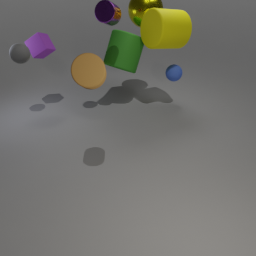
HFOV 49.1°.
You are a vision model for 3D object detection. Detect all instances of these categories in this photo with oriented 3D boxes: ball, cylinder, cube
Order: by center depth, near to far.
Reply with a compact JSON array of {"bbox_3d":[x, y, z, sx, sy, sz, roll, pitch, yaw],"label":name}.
[{"bbox_3d":[-0.819,-1.189,5.969,0.700,0.700,0.700,-2,5,-3],"label":"cylinder"},{"bbox_3d":[-0.652,-3.783,9.227,0.700,0.700,0.700,9,15,15],"label":"cylinder"},{"bbox_3d":[-3.788,-2.612,9.818,0.700,0.700,0.700,0,30,0],"label":"ball"},{"bbox_3d":[1.406,-3.689,10.470,1.400,1.400,1.400,-11,31,-31],"label":"cylinder"},{"bbox_3d":[-3.331,-3.128,10.673,0.700,0.700,0.700,-27,4,19],"label":"cube"},{"bbox_3d":[0.702,-4.721,11.187,1.400,1.400,1.400,0,30,0],"label":"ball"},{"bbox_3d":[-0.163,-3.112,11.465,1.400,1.400,1.400,17,10,-3],"label":"cylinder"},{"bbox_3d":[1.919,-2.299,11.700,0.700,0.700,0.700,0,30,0],"label":"ball"}]
